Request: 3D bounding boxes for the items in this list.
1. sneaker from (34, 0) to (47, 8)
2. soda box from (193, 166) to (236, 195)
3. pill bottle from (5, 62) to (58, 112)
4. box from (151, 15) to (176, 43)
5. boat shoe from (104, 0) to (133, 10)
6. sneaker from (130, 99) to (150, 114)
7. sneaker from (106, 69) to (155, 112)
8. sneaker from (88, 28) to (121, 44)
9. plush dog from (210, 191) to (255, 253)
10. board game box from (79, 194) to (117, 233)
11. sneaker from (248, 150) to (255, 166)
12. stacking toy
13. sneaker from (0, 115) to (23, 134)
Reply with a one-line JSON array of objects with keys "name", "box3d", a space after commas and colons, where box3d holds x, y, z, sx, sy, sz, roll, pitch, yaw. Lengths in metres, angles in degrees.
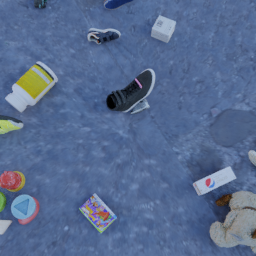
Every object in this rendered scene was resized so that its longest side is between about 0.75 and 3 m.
[{"name": "sneaker", "box3d": [-4.182, -6.449, 13.616, 0.569, 0.541, 1.435, 7, 79, -11]}, {"name": "soda box", "box3d": [3.309, 2.038, 10.756, 1.529, 0.487, 0.521, -23, 73, -7]}, {"name": "pill bottle", "box3d": [-4.021, -1.669, 11.639, 1.148, 1.148, 2.062, 36, 74, 11]}, {"name": "box", "box3d": [1.629, -4.550, 12.895, 0.865, 0.565, 0.860, 25, 73, 8]}, {"name": "boat shoe", "box3d": [-0.481, -6.227, 13.485, 1.677, 0.606, 0.607, -24, 68, -18]}, {"name": "sneaker", "box3d": [0.437, -0.940, 11.562, 0.980, 0.368, 0.566, -21, 81, 37]}, {"name": "sneaker", "box3d": [0.045, -1.366, 10.805, 1.164, 2.348, 0.830, -11, 64, -49]}, {"name": "sneaker", "box3d": [-1.110, -4.132, 12.753, 1.511, 0.593, 0.600, 7, 66, 14]}, {"name": "plush dog", "box3d": [4.188, 3.135, 9.927, 2.288, 1.836, 1.965, 10, 48, 3]}, {"name": "board game box", "box3d": [-1.115, 3.186, 10.488, 0.821, 0.273, 1.221, -43, 77, -13]}, {"name": "sneaker", "box3d": [5.573, 1.351, 10.911, 1.829, 0.686, 0.773, 41, 78, 2]}, {"name": "stacking toy", "box3d": [-4.461, 2.735, 10.328, 1.850, 0.863, 2.043, -36, 75, -11]}, {"name": "sneaker", "box3d": [-5.425, 0.024, 11.275, 2.565, 0.967, 0.980, -2, 79, 10]}]
